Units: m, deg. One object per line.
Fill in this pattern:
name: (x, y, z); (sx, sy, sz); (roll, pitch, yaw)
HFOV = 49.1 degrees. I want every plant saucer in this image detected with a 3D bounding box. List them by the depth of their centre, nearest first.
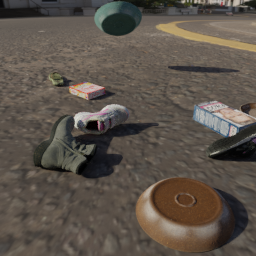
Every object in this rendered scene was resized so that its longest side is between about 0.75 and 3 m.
plant saucer: (1.227, 1.668, 6.038); (2.113, 0.387, 2.113); (1, 28, 0)
plant saucer: (5.069, -0.485, 10.330); (1.820, 0.292, 1.820); (-1, 27, 0)
plant saucer: (-0.495, -5.534, 14.633); (2.492, 2.492, 0.448); (-5, 72, -2)

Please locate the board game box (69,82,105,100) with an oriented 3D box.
board game box: (-1.840, -1.694, 12.651); (1.333, 0.309, 1.010); (23, 35, 37)

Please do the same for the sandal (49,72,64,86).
sandal: (-3.590, -2.556, 14.157); (0.661, 0.475, 1.666); (-11, 29, -21)

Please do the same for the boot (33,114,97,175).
boot: (-1.561, 0.491, 8.095); (1.494, 0.774, 2.286); (10, 36, 8)

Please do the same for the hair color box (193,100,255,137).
hair color box: (3.303, -0.280, 9.561); (1.027, 0.622, 2.054); (-14, 30, -25)

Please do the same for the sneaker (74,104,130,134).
sneaker: (-0.812, -0.194, 9.341); (1.914, 0.779, 0.844); (-16, 31, -12)

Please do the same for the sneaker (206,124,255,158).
sneaker: (3.114, 0.600, 7.890); (1.746, 0.765, 0.661); (-24, 17, 9)
